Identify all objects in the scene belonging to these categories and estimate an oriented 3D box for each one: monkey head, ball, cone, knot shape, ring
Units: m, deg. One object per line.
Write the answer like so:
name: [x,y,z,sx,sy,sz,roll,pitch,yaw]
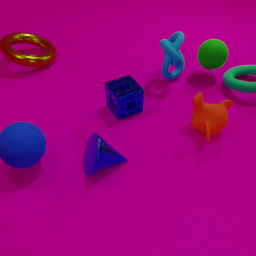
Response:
monkey head: [2.125,-0.378,7.284,0.899,1.074,1.493,18,55,36]
ball: [2.679,-2.322,8.876,0.941,0.941,0.941,0,46,0]
cone: [-0.427,0.695,6.649,0.990,0.986,0.986,13,40,-26]
knot shape: [1.402,-2.186,8.771,0.680,1.377,1.471,2,35,15]
ball: [-2.387,0.382,6.317,1.053,1.053,1.053,0,46,0]
ring: [-3.440,-2.742,9.728,1.910,0.382,1.910,14,40,-12]
ring: [3.796,-1.544,8.702,1.597,0.319,1.597,-6,34,4]

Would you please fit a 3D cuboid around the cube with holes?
cube with holes: [-0.107,-0.866,7.937,0.804,0.804,0.804,-22,49,-20]
